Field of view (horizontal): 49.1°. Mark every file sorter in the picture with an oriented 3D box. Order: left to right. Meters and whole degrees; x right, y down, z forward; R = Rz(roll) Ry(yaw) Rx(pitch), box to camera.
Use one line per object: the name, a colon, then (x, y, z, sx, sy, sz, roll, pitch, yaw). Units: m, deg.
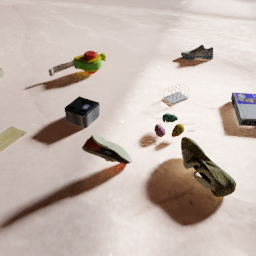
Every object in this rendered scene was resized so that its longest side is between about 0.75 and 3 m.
file sorter: (1.961, -1.416, 11.377, 0.876, 0.545, 0.608, -21, 43, -25)

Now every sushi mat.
sushi mat: (-4.236, 0.470, 9.294, 0.783, 0.099, 1.638, 21, 42, 24)

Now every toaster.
toaster: (-1.678, -0.579, 10.204, 0.989, 0.649, 1.094, 18, 41, 21)

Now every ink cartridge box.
ink cartridge box: (4.988, -0.708, 10.555, 1.863, 0.404, 1.845, 3, 38, 7)

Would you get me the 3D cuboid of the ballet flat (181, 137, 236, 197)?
ballet flat: (2.040, 1.076, 7.992, 0.803, 0.803, 2.271, -19, 45, -23)

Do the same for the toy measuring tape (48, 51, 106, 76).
toy measuring tape: (-2.176, -2.872, 12.955, 2.874, 1.057, 1.057, -26, 45, -25)

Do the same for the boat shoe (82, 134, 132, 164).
boat shoe: (-0.563, 0.718, 8.142, 1.660, 0.519, 0.591, 31, 19, -37)

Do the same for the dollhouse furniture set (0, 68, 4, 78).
dollhouse furniture set: (-6.537, -2.666, 12.883, 1.326, 0.687, 0.587, 7, 36, 9)

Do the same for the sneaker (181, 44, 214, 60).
sneaker: (3.622, -3.995, 14.561, 1.717, 0.744, 0.643, 1, 39, 3)

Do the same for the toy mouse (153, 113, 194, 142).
toy mouse: (1.301, -0.146, 9.655, 1.444, 0.279, 1.284, -38, 54, -19)
